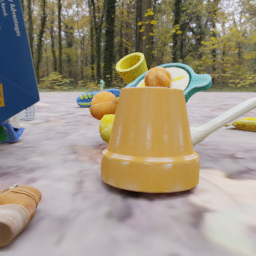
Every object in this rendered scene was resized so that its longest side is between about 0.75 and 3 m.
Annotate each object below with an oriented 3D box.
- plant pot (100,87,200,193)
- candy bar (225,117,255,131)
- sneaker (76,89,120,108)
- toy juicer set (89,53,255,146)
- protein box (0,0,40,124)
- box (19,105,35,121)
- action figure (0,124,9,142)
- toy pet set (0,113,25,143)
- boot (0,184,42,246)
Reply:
[{"bbox_3d":[0.260,0.069,3.176,1.118,1.023,1.118,2,4,0],"label":"plant pot"},{"bbox_3d":[3.586,0.002,6.210,0.716,0.318,2.871,-12,15,-39],"label":"candy bar"},{"bbox_3d":[-1.351,-1.546,14.287,2.596,0.920,1.076,-5,16,-14],"label":"sneaker"},{"bbox_3d":[0.325,-0.420,4.487,1.801,0.770,2.831,-43,40,-16],"label":"toy juicer set"},{"bbox_3d":[-2.557,-0.965,3.680,1.395,2.053,2.068,25,45,25],"label":"protein box"},{"bbox_3d":[-4.321,-0.569,8.402,1.507,0.777,2.584,8,12,41],"label":"box"},{"bbox_3d":[-2.534,0.135,4.626,0.976,0.576,0.267,-25,-1,-6],"label":"action figure"},{"bbox_3d":[-2.650,0.010,5.579,1.078,0.613,1.154,-6,-9,9],"label":"toy pet set"},{"bbox_3d":[-1.170,0.606,2.181,0.903,0.346,0.701,0,9,0],"label":"boot"}]
